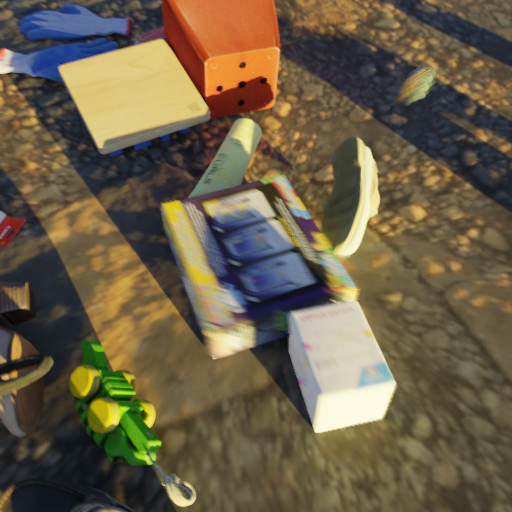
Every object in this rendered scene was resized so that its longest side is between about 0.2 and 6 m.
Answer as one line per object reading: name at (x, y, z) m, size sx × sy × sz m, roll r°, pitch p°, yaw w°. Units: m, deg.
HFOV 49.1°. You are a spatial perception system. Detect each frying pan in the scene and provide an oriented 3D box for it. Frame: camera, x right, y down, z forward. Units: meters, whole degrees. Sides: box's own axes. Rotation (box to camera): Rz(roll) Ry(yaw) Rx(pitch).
frying pan at (-4.096, 1.654, 5.836) m, size 3.659 × 0.596 × 2.213 m, roll -35°, pitch 53°, yaw -21°

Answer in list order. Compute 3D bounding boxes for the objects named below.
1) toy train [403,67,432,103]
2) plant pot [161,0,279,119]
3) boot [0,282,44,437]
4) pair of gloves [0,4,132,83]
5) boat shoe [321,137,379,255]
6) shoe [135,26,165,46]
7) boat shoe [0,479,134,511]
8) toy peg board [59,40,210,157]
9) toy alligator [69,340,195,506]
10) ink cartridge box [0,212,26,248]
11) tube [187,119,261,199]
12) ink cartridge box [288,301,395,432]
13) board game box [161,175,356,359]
toy train at (2.958, -3.141, 10.250) m, size 0.356 × 0.625 × 0.266 m, roll 27°, pitch 16°, yaw 25°
plant pot at (-0.511, -3.672, 10.300) m, size 1.968 × 1.966 × 1.734 m, roll -15°, pitch 58°, yaw -13°
boot at (-3.410, 1.222, 6.448) m, size 1.671 × 0.803 × 2.286 m, roll -16°, pitch 48°, yaw -6°
pair of gloves at (-4.122, -4.734, 12.239) m, size 2.628 × 0.372 × 3.269 m, roll 1°, pitch 47°, yaw 0°
boat shoe at (1.459, -0.811, 8.124) m, size 0.732 × 0.670 × 1.959 m, roll -17°, pitch 49°, yaw 44°
shoe at (-1.684, -5.012, 12.114) m, size 2.002 × 0.911 × 0.715 m, roll -16°, pitch 49°, yaw -15°
boat shoe at (-1.387, 2.543, 5.056) m, size 2.276 × 0.834 × 0.848 m, roll 16°, pitch 49°, yaw 15°
toy peg board at (-2.151, -2.628, 10.034) m, size 1.999 × 0.978 × 1.991 m, roll -23°, pitch 66°, yaw -18°
toy alligator at (-1.456, 1.845, 5.921) m, size 0.619 × 0.677 × 2.282 m, roll -51°, pitch 56°, yaw 11°
ink cartridge box at (-3.947, -0.435, 8.309) m, size 0.787 × 0.197 × 0.638 m, roll 7°, pitch 47°, yaw 10°
tube at (-0.451, -1.349, 8.893) m, size 0.563 × 0.503 × 1.939 m, roll 0°, pitch 53°, yaw 37°
ink cartridge box at (0.890, 1.175, 6.369) m, size 0.819 × 0.798 × 1.275 m, roll -9°, pitch 47°, yaw -9°
board game box at (-0.050, 0.042, 7.515) m, size 1.904 × 0.653 × 2.303 m, roll -16°, pitch 51°, yaw -13°
